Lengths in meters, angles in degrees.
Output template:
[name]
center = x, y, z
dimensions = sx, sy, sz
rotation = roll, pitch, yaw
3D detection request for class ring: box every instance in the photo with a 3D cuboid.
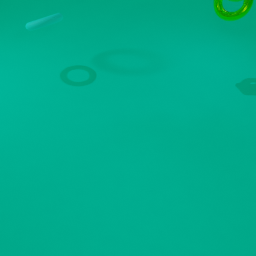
[ring]
center = -2.711, -3.450, 9.104
dimensions = 1.245, 0.249, 1.245
rotation = -14, 26, 7

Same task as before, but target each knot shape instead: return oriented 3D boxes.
[knot shape]
center = 2.927, -4.051, 7.876
dimensions = 1.581, 1.690, 0.781
rotation = 30, 14, -15
